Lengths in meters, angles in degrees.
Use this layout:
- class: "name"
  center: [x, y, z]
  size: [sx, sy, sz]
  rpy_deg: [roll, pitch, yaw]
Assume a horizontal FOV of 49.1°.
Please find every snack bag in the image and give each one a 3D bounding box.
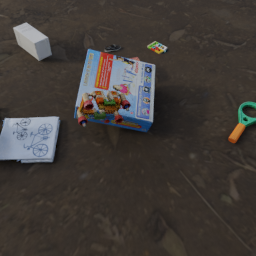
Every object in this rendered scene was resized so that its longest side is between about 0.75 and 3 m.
- class: "snack bag"
  center: [-3.704, 0.411, 10.307]
  size: [2.185, 0.234, 2.060]
  rpy_deg: [-2, 50, -2]

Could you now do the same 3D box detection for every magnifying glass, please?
- class: "magnifying glass"
  center: [4.515, -0.248, 10.848]
  size: [0.931, 0.262, 2.339]
  rpy_deg: [31, 57, 23]

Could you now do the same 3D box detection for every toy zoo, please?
- class: "toy zoo"
  center: [1.522, -4.026, 14.089]
  size: [0.617, 0.096, 0.940]
  rpy_deg: [-37, 59, -27]

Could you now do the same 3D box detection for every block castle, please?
- class: "block castle"
  center: [-0.766, -0.567, 8.957]
  size: [1.572, 1.051, 0.738]
  rpy_deg: [-3, 54, -29]

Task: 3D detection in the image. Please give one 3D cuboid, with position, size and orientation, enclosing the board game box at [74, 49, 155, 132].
- class: "board game box"
  center: [-0.422, -1.466, 10.806]
  size: [2.800, 0.799, 2.860]
  rpy_deg: [11, 58, -9]

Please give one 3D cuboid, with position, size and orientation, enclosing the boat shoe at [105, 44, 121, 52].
- class: "boat shoe"
  center: [-0.766, -4.045, 14.000]
  size: [0.855, 0.258, 0.316]
  rpy_deg: [-15, 52, -12]

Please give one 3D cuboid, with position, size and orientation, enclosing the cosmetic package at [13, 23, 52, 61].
- class: "cosmetic package"
  center: [-4.653, -4.216, 13.654]
  size: [1.889, 1.017, 0.801]
  rpy_deg: [37, 58, 25]

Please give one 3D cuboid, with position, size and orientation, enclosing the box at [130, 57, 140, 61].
- class: "box"
  center: [0.246, -2.638, 12.644]
  size: [0.772, 0.539, 1.014]
  rpy_deg: [-15, 52, -12]
